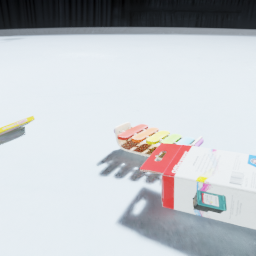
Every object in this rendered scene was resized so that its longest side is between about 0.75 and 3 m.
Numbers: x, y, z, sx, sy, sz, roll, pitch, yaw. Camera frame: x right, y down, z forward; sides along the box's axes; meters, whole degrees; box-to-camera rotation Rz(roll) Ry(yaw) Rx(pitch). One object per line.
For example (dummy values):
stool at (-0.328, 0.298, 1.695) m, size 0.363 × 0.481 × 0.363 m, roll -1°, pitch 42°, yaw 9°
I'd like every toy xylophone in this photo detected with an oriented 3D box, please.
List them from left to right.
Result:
toy xylophone at (0.773, 0.294, 7.019) m, size 2.174 × 0.546 × 1.592 m, roll 9°, pitch 17°, yaw 19°

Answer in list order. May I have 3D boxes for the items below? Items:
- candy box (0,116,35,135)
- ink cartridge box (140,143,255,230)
candy box at (-3.371, -0.017, 8.054) m, size 0.657 × 0.170 × 1.286 m, roll -24°, pitch 4°, yaw 43°
ink cartridge box at (1.485, 0.986, 5.328) m, size 2.249 × 0.756 × 1.306 m, roll 8°, pitch 24°, yaw 25°
